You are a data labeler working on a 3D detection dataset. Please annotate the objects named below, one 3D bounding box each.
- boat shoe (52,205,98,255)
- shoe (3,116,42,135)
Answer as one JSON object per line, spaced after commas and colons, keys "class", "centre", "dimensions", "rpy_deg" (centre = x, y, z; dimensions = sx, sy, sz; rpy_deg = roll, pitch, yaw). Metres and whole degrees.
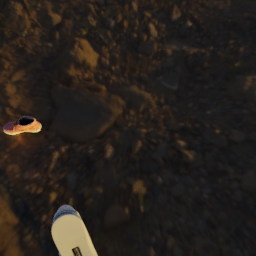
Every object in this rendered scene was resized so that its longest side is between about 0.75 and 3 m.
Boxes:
{"class": "boat shoe", "centre": [-1.041, 2.726, 5.864], "dimensions": [0.838, 0.825, 2.364], "rpy_deg": [-19, 101, -11]}
{"class": "shoe", "centre": [-2.842, -0.093, 7.335], "dimensions": [1.040, 0.473, 0.372], "rpy_deg": [-3, 65, 4]}
